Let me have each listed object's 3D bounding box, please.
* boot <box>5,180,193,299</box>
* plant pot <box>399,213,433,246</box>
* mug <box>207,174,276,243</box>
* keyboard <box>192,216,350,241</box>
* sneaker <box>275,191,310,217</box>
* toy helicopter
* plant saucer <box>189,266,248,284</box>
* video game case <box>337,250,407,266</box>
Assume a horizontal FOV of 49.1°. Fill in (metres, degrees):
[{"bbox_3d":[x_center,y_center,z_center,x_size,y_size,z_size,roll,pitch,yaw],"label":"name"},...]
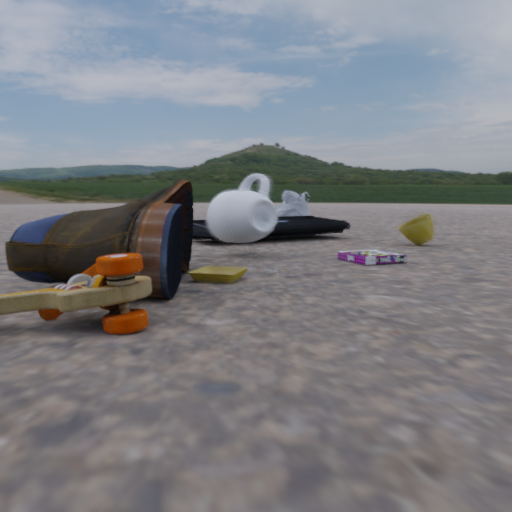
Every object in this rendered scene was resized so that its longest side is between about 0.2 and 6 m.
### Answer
[{"bbox_3d":[-1.899,-0.372,7.922,1.896,1.461,3.912,2,9,-2],"label":"boot"},{"bbox_3d":[3.674,-0.553,12.630,0.748,0.531,0.748,-28,4,2],"label":"plant pot"},{"bbox_3d":[-0.154,-0.908,10.576,1.001,1.356,1.189,22,-9,-33],"label":"mug"},{"bbox_3d":[0.145,-0.711,14.347,4.044,0.519,2.428,-4,11,-31],"label":"keyboard"},{"bbox_3d":[0.630,-1.354,16.900,2.127,1.223,0.799,0,7,-3],"label":"sneaker"},{"bbox_3d":[-1.861,0.360,5.263,1.730,0.682,1.144,-7,8,-16],"label":"toy helicopter"},{"bbox_3d":[-0.523,0.274,7.871,0.659,0.160,0.659,1,7,18],"label":"plant saucer"},{"bbox_3d":[2.039,0.025,9.920,0.850,0.168,0.938,-3,7,-21],"label":"video game case"}]
